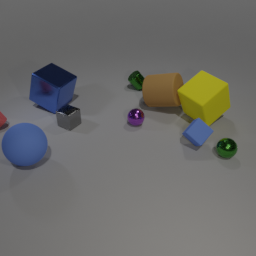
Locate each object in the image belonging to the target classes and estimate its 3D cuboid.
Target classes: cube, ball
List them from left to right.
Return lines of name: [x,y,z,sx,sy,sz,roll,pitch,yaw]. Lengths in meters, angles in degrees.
ball: [-3.330,0.529,9.068,1.400,1.400,1.400,0,34,0]
cube: [-3.292,-1.765,12.324,1.400,1.400,1.400,29,39,7]
cube: [-2.384,-0.430,11.277,0.700,0.700,0.700,19,38,27]
ball: [0.320,-0.441,11.280,0.700,0.700,0.700,0,34,0]
cube: [2.469,0.159,9.968,0.700,0.700,0.700,42,85,3]
cube: [3.078,-1.177,11.300,1.400,1.400,1.400,-40,48,-9]
ball: [3.381,0.683,9.588,0.700,0.700,0.700,0,34,0]

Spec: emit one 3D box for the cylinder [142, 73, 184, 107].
cylinder: [1.527,-1.622,12.045,1.400,1.400,1.400,1,30,30]

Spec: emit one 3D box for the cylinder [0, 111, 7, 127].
cylinder: [-5.295,-0.403,11.045,0.700,0.700,0.700,-22,34,16]

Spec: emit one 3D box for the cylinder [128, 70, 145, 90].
cylinder: [0.469,-2.383,13.981,0.700,0.700,0.700,-32,32,23]
